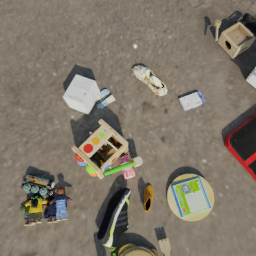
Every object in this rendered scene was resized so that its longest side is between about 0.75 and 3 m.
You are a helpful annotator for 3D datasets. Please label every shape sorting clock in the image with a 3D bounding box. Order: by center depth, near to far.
[{"bbox_3d":[2.192,2.427,9.843,1.614,0.317,1.614,0,74,2],"label":"shape sorting clock"}]

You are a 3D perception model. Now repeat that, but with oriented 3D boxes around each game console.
[{"bbox_3d":[5.166,0.623,10.535,2.495,0.387,2.206,-35,79,-11],"label":"game console"}]

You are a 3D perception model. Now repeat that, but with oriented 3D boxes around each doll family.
[{"bbox_3d":[-2.802,2.671,9.592,1.876,0.736,1.084,-4,66,-7],"label":"doll family"}]

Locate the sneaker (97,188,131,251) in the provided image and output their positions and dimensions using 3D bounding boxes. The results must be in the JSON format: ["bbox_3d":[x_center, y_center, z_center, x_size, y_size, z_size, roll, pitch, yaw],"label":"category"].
[{"bbox_3d":[-0.315,3.078,9.540,0.860,0.745,2.077,36,66,-23],"label":"sneaker"}]

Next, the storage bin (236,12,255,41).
[{"bbox_3d":[5.315,-4.419,12.279,0.745,0.516,1.102,-43,76,-14],"label":"storage bin"}]

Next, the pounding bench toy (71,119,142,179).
[{"bbox_3d":[-0.725,1.080,9.830,2.065,1.283,1.610,40,75,13],"label":"pounding bench toy"}]

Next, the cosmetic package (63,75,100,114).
[{"bbox_3d":[-1.768,-1.293,10.865,0.905,0.899,1.081,21,71,15],"label":"cosmetic package"}]

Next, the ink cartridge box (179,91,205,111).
[{"bbox_3d":[2.566,-1.075,11.213,0.916,0.192,0.547,-21,71,-4],"label":"ink cartridge box"}]

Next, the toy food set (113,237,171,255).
[{"bbox_3d":[0.289,4.579,9.039,2.433,0.488,1.680,-10,77,-11],"label":"toy food set"}]

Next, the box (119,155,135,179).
[{"bbox_3d":[-0.044,1.419,10.190,0.403,0.372,0.786,-16,71,-6],"label":"box"}]

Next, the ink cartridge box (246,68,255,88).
[{"bbox_3d":[6.180,-2.342,10.844,2.774,1.737,1.783,-42,75,-14],"label":"ink cartridge box"}]

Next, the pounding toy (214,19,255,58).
[{"bbox_3d":[4.215,-3.833,11.928,1.446,0.753,1.646,-33,73,-11],"label":"pounding toy"}]

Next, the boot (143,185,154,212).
[{"bbox_3d":[0.730,2.404,9.650,0.345,0.702,0.980,10,70,3],"label":"boot"}]

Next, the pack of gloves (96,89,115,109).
[{"bbox_3d":[-0.984,-1.151,11.295,0.786,0.155,0.660,-33,72,-1],"label":"pack of gloves"}]

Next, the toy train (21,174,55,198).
[{"bbox_3d":[-3.184,2.035,9.934,1.146,0.488,0.653,12,61,5],"label":"toy train"}]

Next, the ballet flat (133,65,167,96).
[{"bbox_3d":[0.915,-2.040,11.361,1.822,0.582,0.689,42,77,15],"label":"ballet flat"}]
